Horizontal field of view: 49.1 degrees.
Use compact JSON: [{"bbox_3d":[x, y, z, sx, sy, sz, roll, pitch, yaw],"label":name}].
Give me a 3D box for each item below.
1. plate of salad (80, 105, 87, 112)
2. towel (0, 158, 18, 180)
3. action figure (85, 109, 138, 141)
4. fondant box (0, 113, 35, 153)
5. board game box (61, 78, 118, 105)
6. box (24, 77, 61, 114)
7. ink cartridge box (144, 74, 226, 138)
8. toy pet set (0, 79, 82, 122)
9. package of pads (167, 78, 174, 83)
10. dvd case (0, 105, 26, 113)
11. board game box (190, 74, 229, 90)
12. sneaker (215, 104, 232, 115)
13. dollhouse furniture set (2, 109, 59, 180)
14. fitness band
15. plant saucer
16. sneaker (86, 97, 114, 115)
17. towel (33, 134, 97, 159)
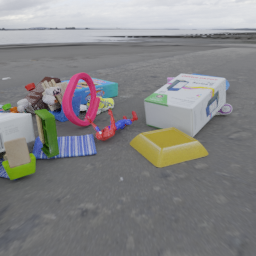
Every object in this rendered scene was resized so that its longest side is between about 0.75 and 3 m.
[{"bbox_3d":[-1.936,-0.780,11.231,0.789,0.190,0.789,5,20,-2],"label":"plate of salad"},{"bbox_3d":[-2.888,0.995,6.807,1.017,0.121,0.736,6,24,19],"label":"towel"},{"bbox_3d":[-0.532,-0.262,8.828,0.657,0.997,2.014,-30,5,34],"label":"action figure"},{"bbox_3d":[-4.143,0.145,7.357,2.713,0.790,1.957,4,16,31],"label":"fondant box"},{"bbox_3d":[-2.296,-1.723,12.971,2.276,0.673,2.993,19,28,39],"label":"board game box"},{"bbox_3d":[-3.352,-1.289,11.038,0.819,0.613,1.635,12,55,32],"label":"box"},{"bbox_3d":[2.021,-0.902,9.672,1.818,1.095,2.502,17,38,37],"label":"ink cartridge box"},{"bbox_3d":[-2.912,-0.636,9.831,2.460,1.307,2.297,-26,2,38],"label":"toy pet set"},{"bbox_3d":[2.524,-2.370,14.797,0.950,0.572,0.359,-1,21,-3],"label":"package of pads"},{"bbox_3d":[-4.921,-0.586,10.756,1.576,0.173,1.150,11,24,27],"label":"dvd case"},{"bbox_3d":[3.830,-2.060,14.111,2.360,0.460,1.865,13,39,22],"label":"board game box"},{"bbox_3d":[3.219,-0.669,10.733,1.382,0.518,0.689,1,2,4],"label":"sneaker"},{"bbox_3d":[-3.079,0.483,6.459,2.889,1.115,1.444,-17,26,-29],"label":"dollhouse furniture set"},{"bbox_3d":[-1.580,-0.980,9.620,0.366,1.406,1.958,-11,52,32],"label":"fitness band"},{"bbox_3d":[1.113,0.422,7.846,1.661,0.402,1.661,-11,24,-24],"label":"plant saucer"},{"bbox_3d":[-1.048,-0.992,11.180,0.614,0.622,1.628,9,23,25],"label":"sneaker"},{"bbox_3d":[-1.786,0.495,7.931,1.704,0.203,1.234,-4,22,-10],"label":"towel"}]
